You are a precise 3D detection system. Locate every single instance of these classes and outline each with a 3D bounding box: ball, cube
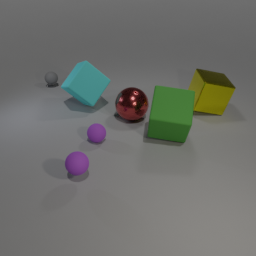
[{"bbox_3d":[0.162,-0.997,11.674,1.400,1.400,1.400,0,30,0],"label":"ball"},{"bbox_3d":[-4.113,-2.675,15.034,0.700,0.700,0.700,0,30,0],"label":"ball"},{"bbox_3d":[3.568,-1.591,12.296,1.400,1.400,1.400,8,35,-11],"label":"cube"},{"bbox_3d":[1.514,-0.477,9.983,1.400,1.400,1.400,9,63,6],"label":"cube"},{"bbox_3d":[-1.147,0.181,10.244,0.700,0.700,0.700,0,30,0],"label":"ball"},{"bbox_3d":[-1.892,-1.953,12.419,1.400,1.400,1.400,-57,25,-8],"label":"cube"},{"bbox_3d":[-1.487,1.033,8.186,0.700,0.700,0.700,0,30,0],"label":"ball"}]
